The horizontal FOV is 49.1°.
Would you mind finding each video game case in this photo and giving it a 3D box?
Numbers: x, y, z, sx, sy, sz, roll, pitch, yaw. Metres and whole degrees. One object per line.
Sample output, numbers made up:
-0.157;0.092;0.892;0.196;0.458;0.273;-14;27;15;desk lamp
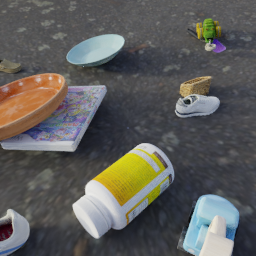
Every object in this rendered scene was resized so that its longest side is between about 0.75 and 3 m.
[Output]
-1.716;-0.343;6.990;1.794;0.226;2.506;1;38;15;video game case

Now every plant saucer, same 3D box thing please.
-1.045;-2.515;9.386;2.010;0.387;2.010;-10;39;9;plant saucer
-2.836;-0.512;6.937;2.878;0.464;2.878;-13;31;8;plant saucer

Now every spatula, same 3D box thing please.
2.846;-3.349;10.567;0.524;0.191;1.854;-29;51;-20;spatula

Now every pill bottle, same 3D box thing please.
-0.070;1.168;5.325;1.886;1.030;1.030;-34;54;-30;pill bottle

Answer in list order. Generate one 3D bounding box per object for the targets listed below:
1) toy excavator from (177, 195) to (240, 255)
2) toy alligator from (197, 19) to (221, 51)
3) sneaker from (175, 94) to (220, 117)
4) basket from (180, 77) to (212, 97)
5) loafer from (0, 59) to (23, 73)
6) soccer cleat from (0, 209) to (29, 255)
1.316;1.589;4.360;0.887;1.776;1.727;18;47;18;toy excavator
3.012;-3.577;10.315;0.812;0.588;2.449;-3;36;10;toy alligator
1.928;-0.665;7.577;1.319;0.531;0.504;-14;44;-16;sneaker
1.934;-1.264;8.136;0.805;0.600;0.574;-22;49;-20;basket
-3.955;-2.033;9.101;1.030;0.347;0.392;4;44;5;loafer
-2.619;2.050;4.529;2.041;0.881;0.713;-32;53;-28;soccer cleat
